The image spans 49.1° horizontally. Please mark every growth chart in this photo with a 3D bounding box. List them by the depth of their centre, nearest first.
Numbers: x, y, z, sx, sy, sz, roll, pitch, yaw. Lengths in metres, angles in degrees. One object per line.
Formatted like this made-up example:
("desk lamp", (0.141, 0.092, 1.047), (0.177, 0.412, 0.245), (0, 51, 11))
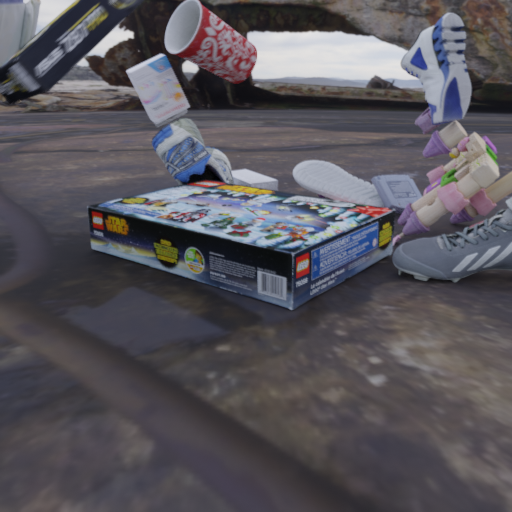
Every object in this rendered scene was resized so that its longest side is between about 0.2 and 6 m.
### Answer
("growth chart", (-3.693, -2.818, 7.194), (0.268, 2.191, 3.027), (28, 25, 2))

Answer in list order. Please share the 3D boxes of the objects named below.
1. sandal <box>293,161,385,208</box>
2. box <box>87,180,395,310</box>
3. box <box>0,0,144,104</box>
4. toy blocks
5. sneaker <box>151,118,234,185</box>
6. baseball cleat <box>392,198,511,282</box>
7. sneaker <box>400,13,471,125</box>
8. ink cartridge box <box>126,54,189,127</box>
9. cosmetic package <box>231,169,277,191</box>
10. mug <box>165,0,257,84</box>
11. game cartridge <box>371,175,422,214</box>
("sandal", (1.922, -1.499, 13.310), (1.134, 0.685, 2.786), (-30, 44, -29))
("box", (-0.299, -0.457, 9.624), (4.417, 0.881, 3.024), (14, 23, 36))
("box", (-2.390, -2.630, 6.885), (1.666, 0.507, 2.067), (-48, 30, -16))
("toy blocks", (3.454, -1.336, 10.577), (2.123, 2.522, 2.357), (-38, 7, 32))
("sneaker", (-1.213, -1.700, 12.554), (1.288, 1.424, 3.342), (-32, -17, 9))
("baseball cleat", (3.429, -0.332, 8.328), (2.706, 1.440, 0.944), (-2, 34, 2))
("sneaker", (2.926, -2.995, 9.228), (0.677, 1.675, 0.968), (-8, 9, -28))
("ink cartridge box", (-1.994, -3.384, 11.613), (0.830, 1.291, 0.809), (-29, 26, -6))
("cosmetic package", (-0.217, -1.857, 14.551), (0.775, 0.475, 1.877), (-9, 20, -25))
("mug", (-0.900, -4.156, 10.934), (1.586, 1.058, 1.408), (16, 22, -44))
("game cartridge", (3.204, -1.382, 12.536), (1.361, 0.275, 0.908), (-8, 64, -42))
